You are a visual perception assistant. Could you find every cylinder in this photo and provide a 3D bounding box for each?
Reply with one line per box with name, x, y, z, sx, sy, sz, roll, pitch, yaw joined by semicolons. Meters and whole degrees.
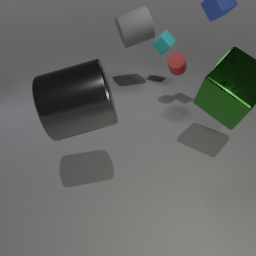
cylinder;1.954;-2.541;11.151;0.700;0.700;0.700;11;-9;18
cylinder;0.309;-4.443;12.379;1.400;1.400;1.400;-21;32;0
cylinder;-1.051;-0.578;5.845;1.400;1.400;1.400;-16;31;0

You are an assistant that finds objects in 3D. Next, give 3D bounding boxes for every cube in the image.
cube;2.934;-4.004;9.045;0.700;0.700;0.700;-30;3;-20
cube;1.710;-4.064;13.290;0.700;0.700;0.700;-28;21;49
cube;2.918;-1.076;7.809;1.400;1.400;1.400;39;71;14
